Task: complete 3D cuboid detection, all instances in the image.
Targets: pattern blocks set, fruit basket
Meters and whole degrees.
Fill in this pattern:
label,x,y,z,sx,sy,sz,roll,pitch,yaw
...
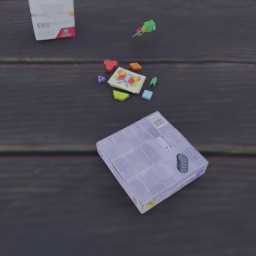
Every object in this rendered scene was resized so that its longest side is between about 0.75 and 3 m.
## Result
label,x,y,z,sx,sy,sz,roll,pitch,yaw
pattern blocks set,-0.026,-1.440,8.376,1.739,0.141,1.529,11,56,5
fruit basket,0.528,-3.178,9.112,0.763,0.358,0.707,-33,12,23

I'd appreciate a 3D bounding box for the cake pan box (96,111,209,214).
label,x,y,z,sx,sy,sz,roll,pitch,yaw
cake pan box,0.496,0.661,6.531,1.840,0.523,1.998,-28,57,-22

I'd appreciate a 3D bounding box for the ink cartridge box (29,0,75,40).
label,x,y,z,sx,sy,sz,roll,pitch,yaw
ink cartridge box,-2.492,-3.917,9.164,1.369,1.855,0.794,-10,55,-16
